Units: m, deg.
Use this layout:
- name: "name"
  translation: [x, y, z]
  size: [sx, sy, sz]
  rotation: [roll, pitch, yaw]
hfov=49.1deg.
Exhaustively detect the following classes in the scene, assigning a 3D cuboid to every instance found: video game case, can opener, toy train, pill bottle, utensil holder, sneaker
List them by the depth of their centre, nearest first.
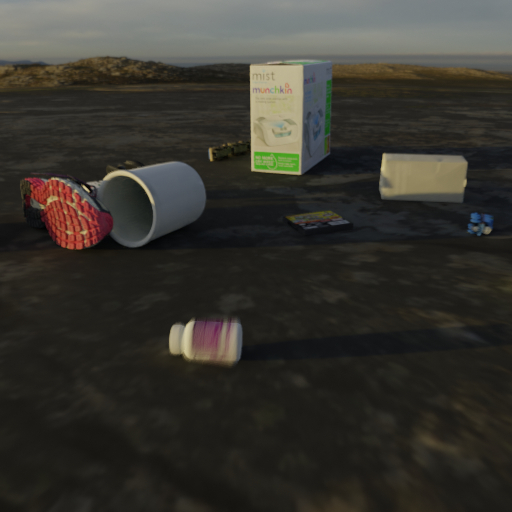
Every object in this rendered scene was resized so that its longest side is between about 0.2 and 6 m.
- name: "pill bottle"
  translation: [-0.520, 0.885, 5.848]
  size: [0.715, 0.402, 0.402]
  rotation: [2, 21, 5]
- name: "utensil holder"
  translation: [-1.714, -0.927, 9.481]
  size: [1.242, 1.242, 1.461]
  rotation: [12, 22, 28]
- name: "sneaker"
  translation: [-3.123, -0.903, 9.563]
  size: [1.040, 1.123, 2.784]
  rotation: [-13, 24, -36]
- name: "toy train"
  translation: [3.937, -0.551, 9.806]
  size: [0.386, 0.293, 0.676]
  rotation: [13, 24, 17]
- name: "video game case"
  translation: [1.108, -0.600, 10.145]
  size: [0.991, 0.126, 0.895]
  rotation: [-9, 23, -20]
- name: "can opener"
  translation: [-2.587, -1.654, 11.662]
  size: [0.601, 0.745, 1.895]
  rotation: [1, 14, -32]
- name: "toy train"
  translation: [-0.641, -3.155, 16.473]
  size: [0.555, 0.414, 2.424]
  rotation: [9, 22, 32]

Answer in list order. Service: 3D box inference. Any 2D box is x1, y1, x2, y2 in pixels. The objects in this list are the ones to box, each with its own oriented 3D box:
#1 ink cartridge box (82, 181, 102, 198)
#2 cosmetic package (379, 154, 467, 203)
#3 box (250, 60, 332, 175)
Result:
- name: "ink cartridge box"
  translation: [-3.204, -1.366, 11.843]
  size: [0.823, 0.347, 0.601]
  rotation: [-12, 24, -29]
- name: "cosmetic package"
  translation: [3.506, -1.646, 11.811]
  size: [1.683, 0.899, 0.759]
  rotation: [4, 23, 6]
- name: "box"
  translation: [0.973, -3.811, 14.999]
  size: [1.464, 2.671, 3.027]
  rotation: [7, 21, 19]
